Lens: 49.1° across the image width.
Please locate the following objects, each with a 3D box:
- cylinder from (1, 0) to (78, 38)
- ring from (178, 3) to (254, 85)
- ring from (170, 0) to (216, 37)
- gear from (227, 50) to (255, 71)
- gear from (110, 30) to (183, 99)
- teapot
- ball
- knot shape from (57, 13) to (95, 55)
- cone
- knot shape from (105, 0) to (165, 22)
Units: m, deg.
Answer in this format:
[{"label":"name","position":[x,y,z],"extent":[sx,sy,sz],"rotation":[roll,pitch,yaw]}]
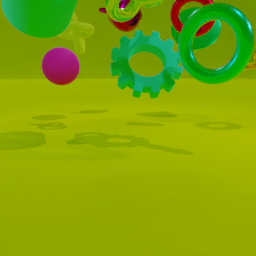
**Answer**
[{"label":"cylinder","position":[-1.625,-2.658,5.259],"extent":[1.394,1.394,1.394],"rotation":[-5,-11,-25]},{"label":"ring","position":[1.538,-1.494,5.063],"extent":[1.414,1.414,0.283],"rotation":[9,21,40]},{"label":"ring","position":[1.727,-2.995,7.449],"extent":[1.220,1.220,0.244],"rotation":[4,45,21]},{"label":"gear","position":[3.603,-1.879,7.858],"extent":[1.534,0.284,1.534],"rotation":[-3,1,0]},{"label":"gear","position":[0.387,-1.366,5.955],"extent":[1.512,1.512,0.280],"rotation":[-1,-20,-4]},{"label":"teapot","position":[-0.141,-4.160,10.209],"extent":[2.056,1.278,1.007],"rotation":[-8,19,-38]},{"label":"ball","position":[-2.304,-2.112,9.628],"extent":[1.277,1.277,1.277],"rotation":[0,11,0]},{"label":"knot shape","position":[-1.442,-2.549,7.472],"extent":[1.366,0.631,1.279],"rotation":[33,-16,28]},{"label":"cone","position":[2.427,-3.178,10.257],"extent":[1.650,1.650,1.656],"rotation":[2,-15,11]},{"label":"knot shape","position":[0.342,-2.704,5.140],"extent":[0.746,1.614,1.510],"rotation":[41,-13,-26]}]
